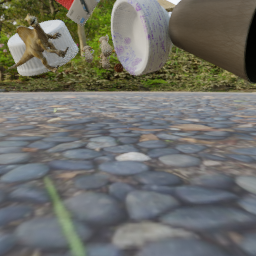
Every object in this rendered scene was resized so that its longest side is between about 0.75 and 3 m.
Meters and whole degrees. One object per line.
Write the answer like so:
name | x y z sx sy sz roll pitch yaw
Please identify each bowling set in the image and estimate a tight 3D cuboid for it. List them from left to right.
bowling set | -0.740 -2.964 11.321 2.028 1.412 1.089 -19 53 5

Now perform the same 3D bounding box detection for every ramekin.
ramekin | -3.048 -2.905 9.937 2.315 1.129 2.315 -13 36 10

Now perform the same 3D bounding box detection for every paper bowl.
paper bowl | 0.516 -2.983 8.929 1.259 2.420 2.420 -20 16 -21

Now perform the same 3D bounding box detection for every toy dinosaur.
toy dinosaur | -2.538 -2.304 8.017 1.451 0.835 2.870 29 -27 -18

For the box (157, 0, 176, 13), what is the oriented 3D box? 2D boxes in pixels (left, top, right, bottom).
box | 0.882 -4.737 11.009 1.843 0.196 1.506 -13 37 -13

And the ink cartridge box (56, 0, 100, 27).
ink cartridge box | -1.537 -3.725 8.213 1.126 0.286 1.278 32 -28 -19

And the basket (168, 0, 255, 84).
basket | 2.411 -2.558 7.221 1.703 2.257 2.504 -29 40 -27
